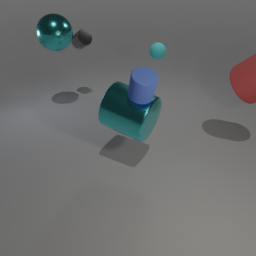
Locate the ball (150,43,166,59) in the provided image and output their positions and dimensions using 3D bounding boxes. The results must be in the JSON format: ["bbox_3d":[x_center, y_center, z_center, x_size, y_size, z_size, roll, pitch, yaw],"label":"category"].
[{"bbox_3d":[1.277,-3.309,12.044,0.700,0.700,0.700,0,30,0],"label":"ball"}]

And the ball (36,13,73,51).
[{"bbox_3d":[-2.852,-3.714,10.922,1.400,1.400,1.400,0,30,0],"label":"ball"}]

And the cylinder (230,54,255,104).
[{"bbox_3d":[4.224,-1.652,8.831,1.400,1.400,1.400,-26,-3,-37],"label":"cylinder"}]

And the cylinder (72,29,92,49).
[{"bbox_3d":[-2.028,-3.867,12.237,0.700,0.700,0.700,-21,10,-31],"label":"cylinder"}]

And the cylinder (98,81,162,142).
[{"bbox_3d":[0.073,-0.486,8.257,1.400,1.400,1.400,24,37,18],"label":"cylinder"}]

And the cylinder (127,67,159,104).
[{"bbox_3d":[0.374,-1.091,7.220,0.700,0.700,0.700,5,51,-6],"label":"cylinder"}]
